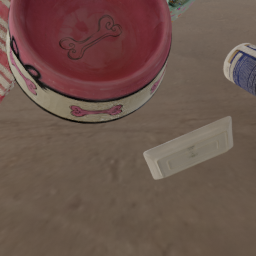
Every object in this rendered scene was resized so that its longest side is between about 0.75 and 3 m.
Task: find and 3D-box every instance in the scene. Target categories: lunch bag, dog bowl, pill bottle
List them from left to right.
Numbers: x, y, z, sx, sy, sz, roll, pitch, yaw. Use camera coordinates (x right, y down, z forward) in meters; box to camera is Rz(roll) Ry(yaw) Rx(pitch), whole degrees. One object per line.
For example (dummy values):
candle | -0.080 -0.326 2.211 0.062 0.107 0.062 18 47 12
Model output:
dog bowl | -0.464 -1.272 3.706 2.324 0.857 2.324 3 77 -11
lunch bag | 1.401 -3.929 8.540 1.693 1.033 1.443 -52 11 -14
pill bottle | 3.010 -1.151 6.155 0.954 0.954 1.718 -14 38 -18

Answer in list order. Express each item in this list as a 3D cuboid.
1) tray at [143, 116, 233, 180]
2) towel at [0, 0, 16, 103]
tray | 0.945 0.358 4.139 1.349 0.724 0.150 -23 42 1
towel | -2.688 -1.874 5.345 1.985 2.712 0.406 39 11 -15
